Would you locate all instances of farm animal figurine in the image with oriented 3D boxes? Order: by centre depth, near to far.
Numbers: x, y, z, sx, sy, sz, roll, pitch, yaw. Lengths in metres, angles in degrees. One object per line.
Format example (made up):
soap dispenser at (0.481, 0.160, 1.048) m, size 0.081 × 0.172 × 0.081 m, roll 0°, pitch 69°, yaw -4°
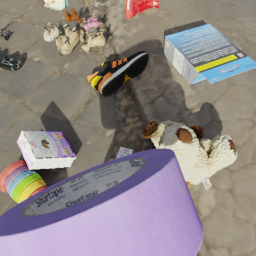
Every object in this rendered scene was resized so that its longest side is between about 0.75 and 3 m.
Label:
farm animal figurine at (-1.966, -3.480, 10.805) m, size 1.965 × 1.036 × 1.987 m, roll -40°, pitch 68°, yaw -13°

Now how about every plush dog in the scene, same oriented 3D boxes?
plush dog at (1.411, 0.532, 7.508) m, size 2.242 × 1.799 × 1.926 m, roll 11°, pitch 31°, yaw -28°

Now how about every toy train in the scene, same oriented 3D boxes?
toy train at (-5.142, -2.533, 10.388) m, size 2.499 × 0.426 × 0.572 m, roll 14°, pitch 66°, yaw 10°

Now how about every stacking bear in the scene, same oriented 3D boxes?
stacking bear at (-2.373, 1.591, 6.928) m, size 1.544 × 0.878 × 0.938 m, roll 36°, pitch 66°, yaw 17°

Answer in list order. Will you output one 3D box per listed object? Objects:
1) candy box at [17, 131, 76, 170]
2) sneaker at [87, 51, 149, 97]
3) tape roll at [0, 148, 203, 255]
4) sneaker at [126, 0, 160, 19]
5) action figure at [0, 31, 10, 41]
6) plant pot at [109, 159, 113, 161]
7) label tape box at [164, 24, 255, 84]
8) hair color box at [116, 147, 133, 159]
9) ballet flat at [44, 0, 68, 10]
candy box at (-2.184, 0.574, 7.532) m, size 1.225 × 0.438 × 1.028 m, roll 3°, pitch 41°, yaw -46°
sneaker at (-0.331, -2.134, 9.766) m, size 1.097 × 0.853 × 2.439 m, roll 38°, pitch 63°, yaw 22°
tape roll at (-0.378, 1.205, 3.711) m, size 2.485 × 2.485 × 1.056 m, roll -22°, pitch 92°, yaw -16°
sneaker at (0.722, -5.548, 12.435) m, size 1.302 × 0.883 × 2.253 m, roll 11°, pitch 54°, yaw 10°
action figure at (-5.339, -3.844, 11.339) m, size 0.986 × 0.503 × 0.586 m, roll 12°, pitch 64°, yaw 7°
plant pot at (-0.119, 1.642, 6.524) m, size 1.594 × 1.594 × 1.116 m, roll 33°, pitch 76°, yaw 23°
label tape box at (2.832, -2.421, 9.963) m, size 2.029 × 0.890 × 2.814 m, roll -20°, pitch 55°, yaw -15°
hair color box at (-0.151, 0.939, 7.767) m, size 0.401 × 0.243 × 0.802 m, roll 14°, pitch 53°, yaw 11°
ballet flat at (-2.018, -4.024, 7.229) m, size 0.640 × 0.758 × 2.004 m, roll -9°, pitch 84°, yaw -9°
